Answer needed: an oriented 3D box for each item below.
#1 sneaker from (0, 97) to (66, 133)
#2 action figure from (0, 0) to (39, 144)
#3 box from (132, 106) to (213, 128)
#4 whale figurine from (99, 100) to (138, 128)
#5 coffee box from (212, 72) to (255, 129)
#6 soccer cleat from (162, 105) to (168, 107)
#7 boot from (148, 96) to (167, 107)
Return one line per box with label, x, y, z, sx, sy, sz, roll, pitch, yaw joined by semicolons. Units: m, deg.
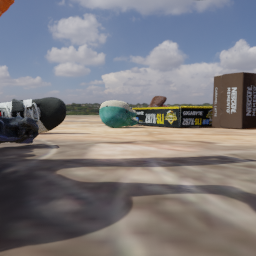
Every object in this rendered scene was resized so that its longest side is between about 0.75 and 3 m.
sneaker;-2.028;-0.184;5.109;1.789;0.663;0.792;-9;1;13
action figure;-1.755;-0.704;2.208;2.866;1.549;2.962;-33;-18;17
box;1.514;-0.347;8.359;1.928;0.596;2.415;-3;4;-28
whale figurine;-0.224;-0.241;7.459;1.011;0.660;1.271;-4;-23;29
coffee box;3.425;-0.682;7.361;2.391;1.368;0.953;-3;5;-29
soccer cleat;1.791;-1.034;17.889;1.136;0.991;2.970;-9;9;-14
boot;1.947;-1.296;16.261;2.031;0.700;2.180;0;31;33
